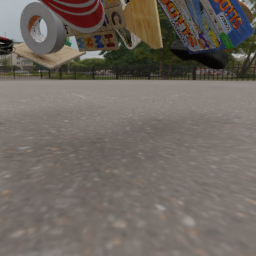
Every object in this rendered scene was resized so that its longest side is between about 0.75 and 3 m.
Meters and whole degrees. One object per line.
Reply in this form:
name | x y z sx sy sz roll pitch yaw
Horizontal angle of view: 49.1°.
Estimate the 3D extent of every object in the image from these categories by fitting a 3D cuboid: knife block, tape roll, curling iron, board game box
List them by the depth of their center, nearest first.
board game box | 1.002 -2.720 5.248 0.478 2.771 1.876 -38 15 -2
curling iron | -3.852 -2.263 6.674 2.263 0.289 0.561 17 39 -13
knife block | 0.555 -3.328 7.619 1.921 1.686 0.614 36 21 0
tape roll | -2.705 -3.169 8.956 1.574 1.574 0.520 6 22 28

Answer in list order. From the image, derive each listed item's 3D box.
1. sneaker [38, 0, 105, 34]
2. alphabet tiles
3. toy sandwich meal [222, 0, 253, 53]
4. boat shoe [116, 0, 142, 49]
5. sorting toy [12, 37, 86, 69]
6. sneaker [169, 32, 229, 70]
sneaker | -1.630 -2.723 4.587 2.795 0.995 1.572 30 -2 -2
alphabet tiles | -0.970 -2.739 6.194 0.079 2.084 2.505 -29 27 -31
toy sandwich meal | 2.877 -3.364 9.570 2.518 0.862 2.518 -7 -26 -4
boat shoe | -0.230 -3.797 9.616 0.834 2.354 0.816 -4 44 39
sorting toy | -2.698 -2.863 10.408 2.158 0.430 2.919 21 34 15
sneaker | 1.930 -2.386 7.306 0.746 1.296 2.485 34 4 -33
